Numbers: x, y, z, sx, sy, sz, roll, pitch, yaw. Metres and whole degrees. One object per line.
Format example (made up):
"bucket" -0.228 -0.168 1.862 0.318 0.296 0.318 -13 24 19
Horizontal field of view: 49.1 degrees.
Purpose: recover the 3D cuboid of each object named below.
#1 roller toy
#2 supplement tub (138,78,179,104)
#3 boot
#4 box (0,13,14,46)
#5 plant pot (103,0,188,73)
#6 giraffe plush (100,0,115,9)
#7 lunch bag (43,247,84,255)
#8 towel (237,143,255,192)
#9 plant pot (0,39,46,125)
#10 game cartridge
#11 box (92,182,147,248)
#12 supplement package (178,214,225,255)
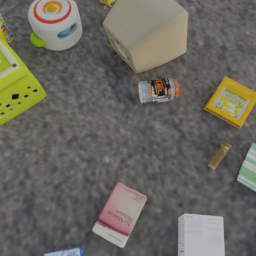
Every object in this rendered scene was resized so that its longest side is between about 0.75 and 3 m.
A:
"roller toy" -3.130 -4.664 12.169 2.118 1.623 2.322 4 66 2
"supplement tub" 1.210 -1.485 11.145 1.487 0.911 0.911 -9 66 -4
"boot" 3.319 1.007 10.252 0.350 0.928 1.060 35 94 16
"box" -6.187 -3.854 11.473 1.356 2.222 2.140 23 68 10
"plant pot" 0.585 -3.927 11.433 2.402 2.710 2.713 -38 71 -2
"giraffe plush" -1.015 -6.311 13.390 0.779 0.732 0.902 8 66 3
"lunch bag" -1.907 4.468 8.489 1.243 0.932 1.462 -9 76 -4
"towel" 4.831 1.524 10.198 1.290 0.198 1.691 30 69 13
"plant pot" -4.865 -1.863 10.690 2.275 2.064 2.263 -37 72 -14
"game cartridge" 4.202 -1.068 11.303 1.582 0.291 1.794 32 71 13
"box" -0.251 2.852 9.189 1.107 0.943 1.731 25 68 11
"supplement package" 2.229 3.598 8.721 1.203 1.194 1.585 5 66 2
